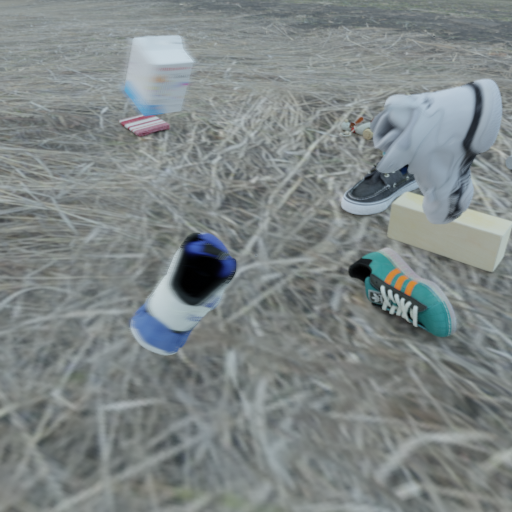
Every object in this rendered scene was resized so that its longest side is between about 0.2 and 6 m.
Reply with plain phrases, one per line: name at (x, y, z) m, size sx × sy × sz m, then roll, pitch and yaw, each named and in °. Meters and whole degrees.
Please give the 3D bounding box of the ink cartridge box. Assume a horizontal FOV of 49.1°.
ink cartridge box at (-1.743, -3.287, 10.037) m, size 0.808 × 1.257 × 0.787 m, roll -20°, pitch 62°, yaw -34°

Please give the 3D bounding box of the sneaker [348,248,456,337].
sneaker at (2.536, 0.737, 10.049) m, size 0.966 × 0.862 × 2.416 m, roll -19°, pitch 34°, yaw -13°

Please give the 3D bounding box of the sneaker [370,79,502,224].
sneaker at (2.728, -1.589, 9.233) m, size 1.725 × 3.001 × 1.128 m, roll -1°, pitch 58°, yaw 2°

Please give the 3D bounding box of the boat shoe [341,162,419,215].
boat shoe at (3.261, -1.939, 13.930) m, size 3.039 × 1.007 × 1.062 m, roll -24°, pitch 40°, yaw -32°

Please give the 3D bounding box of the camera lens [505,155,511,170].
camera lens at (7.258, -2.622, 15.545) m, size 0.513 × 0.410 × 0.410 m, roll -13°, pitch 35°, yaw -19°

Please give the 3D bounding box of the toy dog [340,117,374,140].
toy dog at (3.304, -4.127, 17.677) m, size 1.304 × 0.628 × 0.860 m, roll 10°, pitch 34°, yaw 15°

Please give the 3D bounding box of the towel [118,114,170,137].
towel at (-3.685, -4.310, 18.396) m, size 1.163 × 0.184 × 1.615 m, roll -22°, pitch 37°, yaw -27°

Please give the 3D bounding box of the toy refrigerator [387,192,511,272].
toy refrigerator at (4.079, -0.566, 11.922) m, size 2.338 × 0.888 × 0.818 m, roll 22°, pitch 39°, yaw 31°

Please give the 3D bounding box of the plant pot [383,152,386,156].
plant pot at (4.412, -3.211, 15.733) m, size 1.004 × 1.491 × 1.491 m, roll 31°, pitch 36°, yaw -3°

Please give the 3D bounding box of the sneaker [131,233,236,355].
sneaker at (-0.706, 0.232, 7.709) m, size 0.955 × 1.365 × 2.364 m, roll 37°, pitch 31°, yaw -6°
